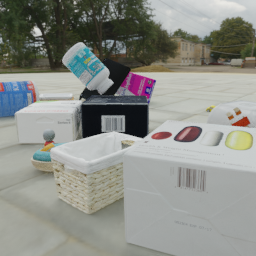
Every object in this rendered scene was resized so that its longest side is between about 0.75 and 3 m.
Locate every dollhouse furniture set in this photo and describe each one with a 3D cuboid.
[{"bbox_3d":[3.477,-0.028,9.068,0.941,0.951,0.490,-32,13,11],"label":"dollhouse furniture set"}]

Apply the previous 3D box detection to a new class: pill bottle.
[{"bbox_3d":[-5.539,-1.293,12.571,2.757,1.547,1.547,-10,17,-33],"label":"pill bottle"},{"bbox_3d":[-1.327,-1.993,9.684,0.980,1.769,0.980,-44,6,6],"label":"pill bottle"}]

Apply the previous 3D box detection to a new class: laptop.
[{"bbox_3d":[-1.391,-2.353,15.600,1.530,2.626,2.963,34,-8,-8],"label":"laptop"}]

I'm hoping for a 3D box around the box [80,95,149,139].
[{"bbox_3d":[-0.367,-0.384,9.422,2.085,1.292,2.050,0,15,2],"label":"box"}]

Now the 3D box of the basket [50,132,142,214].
[{"bbox_3d":[-0.494,0.784,5.408,1.122,1.021,1.656,13,20,41],"label":"basket"}]

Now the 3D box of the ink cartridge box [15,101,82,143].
[{"bbox_3d":[-2.544,-0.275,9.561,1.756,1.014,2.414,0,14,-2],"label":"ink cartridge box"}]

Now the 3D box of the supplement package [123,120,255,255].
[{"bbox_3d":[1.169,0.834,4.336,1.864,1.434,1.950,6,17,23],"label":"supplement package"}]

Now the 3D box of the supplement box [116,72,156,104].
[{"bbox_3d":[0.017,-2.492,16.056,2.794,1.414,1.444,15,11,-7],"label":"supplement box"}]

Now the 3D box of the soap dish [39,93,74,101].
[{"bbox_3d":[-3.690,-1.349,14.406,1.795,0.729,1.412,-3,15,-10],"label":"soap dish"}]

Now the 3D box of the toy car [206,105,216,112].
[{"bbox_3d":[4.434,-0.828,13.181,1.422,0.317,1.338,3,14,11],"label":"toy car"}]

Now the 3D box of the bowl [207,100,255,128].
[{"bbox_3d":[4.530,-0.474,10.701,2.380,0.890,2.384,-10,19,-33],"label":"bowl"}]

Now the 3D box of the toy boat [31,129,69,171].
[{"bbox_3d":[-1.803,0.525,6.995,1.337,0.739,1.590,-9,17,-29],"label":"toy boat"}]
